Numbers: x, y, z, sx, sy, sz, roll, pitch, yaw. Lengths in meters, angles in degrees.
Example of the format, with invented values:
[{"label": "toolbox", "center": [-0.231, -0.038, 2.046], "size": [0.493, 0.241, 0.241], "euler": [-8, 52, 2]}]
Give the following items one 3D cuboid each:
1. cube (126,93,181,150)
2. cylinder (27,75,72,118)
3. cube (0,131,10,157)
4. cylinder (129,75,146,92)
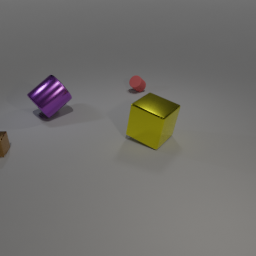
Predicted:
[{"label": "cube", "center": [0.948, -0.300, 10.647], "size": [1.400, 1.400, 1.400], "euler": [27, 37, 23]}, {"label": "cylinder", "center": [-3.452, -1.393, 12.385], "size": [1.400, 1.400, 1.400], "euler": [-44, 43, -11]}, {"label": "cube", "center": [-4.736, 0.585, 10.025], "size": [0.700, 0.700, 0.700], "euler": [-2, 29, -3]}, {"label": "cylinder", "center": [0.526, -2.396, 15.166], "size": [0.700, 0.700, 0.700], "euler": [18, -4, 30]}]
